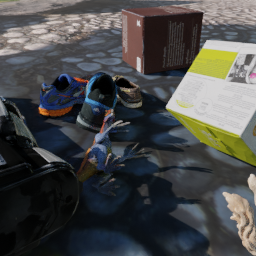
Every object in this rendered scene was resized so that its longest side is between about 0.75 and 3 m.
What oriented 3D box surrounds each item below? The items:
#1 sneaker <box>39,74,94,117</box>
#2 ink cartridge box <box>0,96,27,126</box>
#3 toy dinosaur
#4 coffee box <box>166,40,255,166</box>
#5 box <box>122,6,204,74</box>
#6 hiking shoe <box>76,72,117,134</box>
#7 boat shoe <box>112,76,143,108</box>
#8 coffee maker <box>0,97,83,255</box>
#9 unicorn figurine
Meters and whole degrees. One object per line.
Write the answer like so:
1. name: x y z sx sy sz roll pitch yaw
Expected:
1. sneaker: -1.684 -1.220 8.578 0.949 0.988 2.518 16 34 24
2. ink cartridge box: -3.464 -0.082 6.820 1.415 0.792 2.074 -22 37 -32
3. toy dinosaur: -0.599 0.349 5.775 2.162 1.135 1.962 -11 31 -16
4. coffee box: 2.229 -0.478 5.719 1.787 1.784 1.767 28 84 47
5. box: 1.356 -3.783 11.736 2.671 2.216 2.193 -12 32 -19
6. hiking shoe: -0.633 -0.993 7.752 1.031 1.201 2.771 21 32 -15
7. boat shoe: -0.204 -1.345 9.142 0.758 0.628 2.110 -14 33 -22
8. coffee maker: -2.470 0.868 4.602 2.557 1.793 2.662 -37 42 -19
9. unicorn figurine: 2.330 1.179 3.194 0.803 1.493 2.173 -9 -3 -45
